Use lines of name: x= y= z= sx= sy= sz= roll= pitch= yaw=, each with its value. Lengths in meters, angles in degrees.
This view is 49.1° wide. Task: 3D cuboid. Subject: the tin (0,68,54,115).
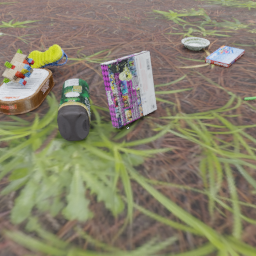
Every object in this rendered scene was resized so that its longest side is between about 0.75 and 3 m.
tin: x=-3.754 y=-1.449 z=10.204 sx=1.615 sy=0.604 sz=2.885 roll=-1 pitch=35 yaw=7

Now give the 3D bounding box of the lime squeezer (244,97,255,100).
lime squeezer: x=5.099 y=-1.231 z=10.054 sx=1.868 sy=0.352 sz=0.660 roll=-18 pitch=39 yaw=-23

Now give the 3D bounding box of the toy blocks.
toy blocks: x=-3.744 y=-2.063 z=9.835 sx=0.890 sy=0.650 sz=1.302 roll=19 pitch=75 yaw=22

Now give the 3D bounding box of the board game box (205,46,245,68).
board game box: x=4.612 y=-3.410 z=13.260 sx=1.116 sy=0.211 sz=2.168 roll=24 pitch=42 yaw=29

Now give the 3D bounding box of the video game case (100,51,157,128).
video game case: x=0.096 y=-1.202 z=8.560 sx=1.758 sy=1.940 sz=0.347 roll=-28 pitch=28 yaw=-36

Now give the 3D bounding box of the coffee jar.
coffee jar: x=-1.595 y=-0.580 z=8.471 sx=0.895 sy=1.094 sz=2.097 roll=-4 pitch=36 yaw=-4

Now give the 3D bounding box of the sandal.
sandal: x=-3.399 y=-2.877 z=11.904 sx=2.088 sy=0.830 sz=0.909 roll=-2 pitch=-6 yaw=29

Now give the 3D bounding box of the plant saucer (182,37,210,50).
plant saucer: x=3.442 y=-4.271 z=14.362 sx=1.409 sy=0.354 sz=1.409 roll=1 pitch=35 yaw=0
